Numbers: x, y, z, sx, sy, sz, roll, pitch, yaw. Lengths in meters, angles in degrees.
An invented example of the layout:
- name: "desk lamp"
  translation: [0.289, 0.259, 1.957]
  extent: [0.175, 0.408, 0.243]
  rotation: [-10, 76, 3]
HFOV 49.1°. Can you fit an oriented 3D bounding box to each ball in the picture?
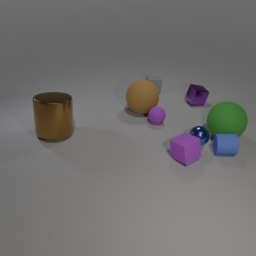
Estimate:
- name: "ball"
  translation: [3.591, -0.264, 10.168]
  extent: [1.400, 1.400, 1.400]
  rotation: [0, 31, 0]
- name: "ball"
  translation: [0.608, -1.308, 11.782]
  extent: [1.400, 1.400, 1.400]
  rotation: [0, 31, 0]
- name: "ball"
  translation: [2.427, 0.271, 9.558]
  extent: [0.700, 0.700, 0.700]
  rotation: [0, 31, 0]
- name: "ball"
  translation: [1.166, -0.519, 11.249]
  extent: [0.700, 0.700, 0.700]
  rotation: [0, 31, 0]

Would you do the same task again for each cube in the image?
- name: "cube"
  translation: [3.144, -1.511, 12.754]
  extent: [0.700, 0.700, 0.700]
  rotation: [6, 32, -19]
- name: "cube"
  translation: [1.877, 0.664, 9.125]
  extent: [0.700, 0.700, 0.700]
  rotation: [-23, 26, -26]
- name: "cube"
  translation: [1.273, -2.186, 13.983]
  extent: [0.700, 0.700, 0.700]
  rotation: [3, 28, -3]

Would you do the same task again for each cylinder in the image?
- name: "cylinder"
  translation: [-2.745, -0.480, 10.346]
  extent: [1.400, 1.400, 1.400]
  rotation: [3, 23, -1]
- name: "cylinder"
  translation: [3.295, 0.551, 9.449]
  extent: [0.700, 0.700, 0.700]
  rotation: [1, 31, 5]
